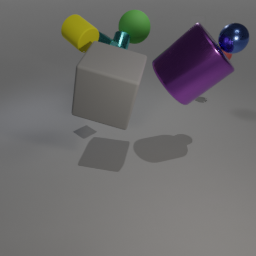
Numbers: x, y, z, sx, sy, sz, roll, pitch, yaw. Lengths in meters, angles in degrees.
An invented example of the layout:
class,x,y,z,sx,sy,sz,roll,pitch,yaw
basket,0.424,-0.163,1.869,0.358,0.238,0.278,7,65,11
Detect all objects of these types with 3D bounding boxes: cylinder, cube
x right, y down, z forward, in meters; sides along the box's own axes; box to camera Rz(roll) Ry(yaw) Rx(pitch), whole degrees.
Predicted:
class,x,y,z,sx,sy,sz,roll,pitch,yaw
cylinder,-1.222,-2.412,7.164,0.700,0.700,0.700,42,45,20
cylinder,-0.299,-3.569,11.727,0.700,0.700,0.700,15,-9,3
cube,-0.875,-2.980,10.165,0.700,0.700,0.700,36,16,11
cube,-0.446,-1.050,6.845,1.400,1.400,1.400,16,41,0
cylinder,1.541,-1.500,6.705,1.400,1.400,1.400,-37,16,26

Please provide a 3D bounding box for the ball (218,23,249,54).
class,x,y,z,sx,sy,sz,roll,pitch,yaw
ball,2.516,-2.133,6.678,0.700,0.700,0.700,0,29,0

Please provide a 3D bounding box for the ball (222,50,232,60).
class,x,y,z,sx,sy,sz,roll,pitch,yaw
ball,3.871,-2.993,11.412,0.700,0.700,0.700,0,29,0

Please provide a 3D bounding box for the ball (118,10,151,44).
class,x,y,z,sx,sy,sz,roll,pitch,yaw
ball,0.282,-4.407,12.235,1.400,1.400,1.400,0,29,0
